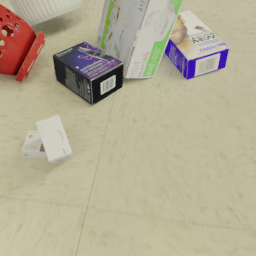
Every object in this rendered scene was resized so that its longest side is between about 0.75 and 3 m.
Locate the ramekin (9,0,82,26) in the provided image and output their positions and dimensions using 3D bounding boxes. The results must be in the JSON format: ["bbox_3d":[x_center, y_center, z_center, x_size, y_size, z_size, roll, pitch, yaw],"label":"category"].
[{"bbox_3d":[-3.287,-5.257,11.301,2.958,1.553,2.958,-16,25,8],"label":"ramekin"}]

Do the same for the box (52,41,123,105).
[{"bbox_3d":[-1.312,-1.856,9.230,1.936,1.010,1.432,34,53,26],"label":"box"}]

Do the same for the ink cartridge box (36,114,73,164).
[{"bbox_3d":[-1.743,0.312,6.779,0.562,1.327,0.959,-19,85,-14],"label":"ink cartridge box"}]

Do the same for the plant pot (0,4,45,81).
[{"bbox_3d":[-3.907,-2.670,9.160,1.899,2.085,2.085,28,44,-24],"label":"plant pot"}]

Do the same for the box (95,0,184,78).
[{"bbox_3d":[0.206,-3.525,9.399,1.364,2.820,2.489,-9,45,-33],"label":"box"}]

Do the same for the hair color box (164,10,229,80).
[{"bbox_3d":[2.244,-3.202,10.496,1.603,0.951,2.934,-18,49,-9],"label":"hair color box"}]

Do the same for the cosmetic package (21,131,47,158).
[{"bbox_3d":[-2.327,0.447,7.743,1.013,0.262,0.764,2,46,-1],"label":"cosmetic package"}]
